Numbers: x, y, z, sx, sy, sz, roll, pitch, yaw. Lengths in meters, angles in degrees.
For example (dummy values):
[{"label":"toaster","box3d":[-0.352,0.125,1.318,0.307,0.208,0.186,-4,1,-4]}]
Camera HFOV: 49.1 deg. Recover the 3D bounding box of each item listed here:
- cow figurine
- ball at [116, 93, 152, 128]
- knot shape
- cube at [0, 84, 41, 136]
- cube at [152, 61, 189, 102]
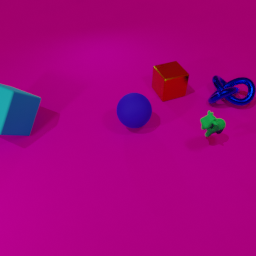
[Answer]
[{"label":"cow figurine","box3d":[2.348,-0.125,7.646,0.877,0.863,0.481,-9,59,-20]},{"label":"ball","box3d":[0.188,-0.530,8.479,1.079,1.079,1.079,0,45,0]},{"label":"knot shape","box3d":[3.410,-1.347,9.612,1.560,0.721,1.460,-10,35,-2]},{"label":"cube","box3d":[-3.556,-0.558,8.167,1.246,1.246,1.246,20,4,19]},{"label":"cube","box3d":[1.458,-1.648,9.821,0.933,0.933,0.933,-16,47,-15]}]
